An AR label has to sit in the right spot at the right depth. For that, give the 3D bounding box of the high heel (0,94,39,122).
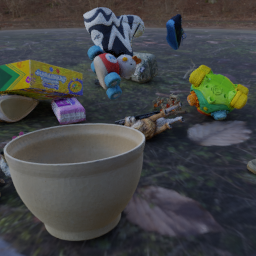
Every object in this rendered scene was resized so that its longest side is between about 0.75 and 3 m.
[{"bbox_3d":[-5.015,-0.818,10.322,2.962,1.058,2.111,-22,28,-38],"label":"high heel"}]

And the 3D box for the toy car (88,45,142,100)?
[{"bbox_3d":[-0.262,-1.978,8.933,1.535,1.358,1.415,-28,69,-10],"label":"toy car"}]

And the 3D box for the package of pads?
[{"bbox_3d":[-2.247,-0.681,10.447,0.954,0.599,1.583,-8,26,-23],"label":"package of pads"}]

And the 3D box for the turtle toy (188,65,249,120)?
[{"bbox_3d":[3.286,-1.281,10.677,2.124,1.473,2.915,32,29,11],"label":"turtle toy"}]

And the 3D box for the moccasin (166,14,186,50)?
[{"bbox_3d":[1.959,-3.734,11.075,0.764,0.647,1.898,42,-3,12],"label":"moccasin"}]

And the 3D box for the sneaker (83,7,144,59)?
[{"bbox_3d":[-0.242,-2.978,9.979,1.180,1.925,2.957,-10,3,29],"label":"sneaker"}]

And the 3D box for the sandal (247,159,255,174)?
[{"bbox_3d":[3.921,0.758,7.406,1.843,0.498,0.740,-13,28,-27],"label":"sandal"}]

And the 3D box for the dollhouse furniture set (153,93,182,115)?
[{"bbox_3d":[1.684,-0.914,11.271,1.055,0.544,1.044,18,41,34],"label":"dollhouse furniture set"}]

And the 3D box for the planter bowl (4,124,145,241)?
[{"bbox_3d":[-0.886,0.989,5.298,2.469,1.662,2.469,-3,15,1],"label":"planter bowl"}]

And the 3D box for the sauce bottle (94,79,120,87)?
[{"bbox_3d":[-1.069,-2.220,14.047,1.404,0.454,0.454,14,28,32],"label":"sauce bottle"}]

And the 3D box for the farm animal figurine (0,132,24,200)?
[{"bbox_3d":[-3.364,0.948,6.538,2.137,1.074,1.725,5,44,4],"label":"farm animal figurine"}]

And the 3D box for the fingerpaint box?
[{"bbox_3d":[-3.451,-1.747,10.689,2.281,1.003,2.734,-1,0,30],"label":"fingerpaint box"}]

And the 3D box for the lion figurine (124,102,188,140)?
[{"bbox_3d":[0.920,-0.164,9.107,1.453,0.860,2.372,-25,-8,35],"label":"lion figurine"}]

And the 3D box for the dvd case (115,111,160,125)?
[{"bbox_3d":[0.299,-0.330,9.510,1.040,0.171,1.383,-14,1,-29],"label":"dvd case"}]

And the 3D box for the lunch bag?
[{"bbox_3d":[0.470,-3.209,15.267,1.947,1.356,1.633,20,48,39],"label":"lunch bag"}]
